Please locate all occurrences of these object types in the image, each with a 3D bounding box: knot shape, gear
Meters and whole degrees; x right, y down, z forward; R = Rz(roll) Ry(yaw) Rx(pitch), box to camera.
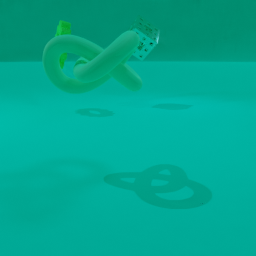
[{"bbox_3d":[-0.347,-0.900,4.127,1.519,0.702,1.421,-3,-3,35],"label":"knot shape"},{"bbox_3d":[-2.244,-2.710,9.304,0.298,1.609,1.609,9,10,-24],"label":"gear"}]

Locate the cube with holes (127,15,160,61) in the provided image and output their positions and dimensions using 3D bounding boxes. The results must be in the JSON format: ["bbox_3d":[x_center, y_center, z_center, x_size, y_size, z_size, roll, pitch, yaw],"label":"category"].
[{"bbox_3d":[0.459,-3.316,10.347,0.961,0.961,0.961,28,46,-19],"label":"cube with holes"}]
